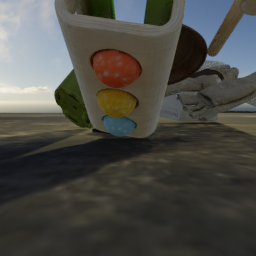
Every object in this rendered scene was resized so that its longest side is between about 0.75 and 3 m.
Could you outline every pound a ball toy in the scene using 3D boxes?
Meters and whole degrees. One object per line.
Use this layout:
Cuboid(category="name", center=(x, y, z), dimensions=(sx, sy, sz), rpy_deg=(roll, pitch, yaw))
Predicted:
Cuboid(category="pound a ball toy", center=(0.295, -0.717, 3.331), dimensions=(1.873, 1.220, 2.872), rpy_deg=(11, -21, 3))

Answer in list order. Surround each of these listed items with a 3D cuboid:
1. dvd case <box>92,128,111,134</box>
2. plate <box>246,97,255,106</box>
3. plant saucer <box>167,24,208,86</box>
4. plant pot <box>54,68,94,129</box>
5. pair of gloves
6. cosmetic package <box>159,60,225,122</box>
Cuboid(category="dvd case", center=(-0.178, 0.049, 5.645), dimensions=(0.676, 0.083, 0.947), rpy_deg=(-5, 6, -43))
Cuboid(category="plate", center=(3.919, -0.859, 7.991), dimensions=(2.629, 0.425, 2.624), rpy_deg=(22, 19, 13))
Cuboid(category="plant saucer", center=(0.451, -1.119, 4.235), dimensions=(1.436, 0.263, 1.436), rpy_deg=(-1, -26, -1))
Cuboid(category="plant pot", center=(-0.744, -1.013, 6.855), dimensions=(1.963, 1.963, 1.864), rpy_deg=(4, 42, 45))
Cuboid(category="pair of gloves", center=(2.095, -1.002, 7.068), dimensions=(2.513, 0.518, 2.956), rpy_deg=(-22, 21, -14))
Cuboid(category="cosmetic package", center=(2.272, -1.490, 10.838), dimensions=(1.875, 2.255, 1.887), rpy_deg=(-1, 11, -29))
